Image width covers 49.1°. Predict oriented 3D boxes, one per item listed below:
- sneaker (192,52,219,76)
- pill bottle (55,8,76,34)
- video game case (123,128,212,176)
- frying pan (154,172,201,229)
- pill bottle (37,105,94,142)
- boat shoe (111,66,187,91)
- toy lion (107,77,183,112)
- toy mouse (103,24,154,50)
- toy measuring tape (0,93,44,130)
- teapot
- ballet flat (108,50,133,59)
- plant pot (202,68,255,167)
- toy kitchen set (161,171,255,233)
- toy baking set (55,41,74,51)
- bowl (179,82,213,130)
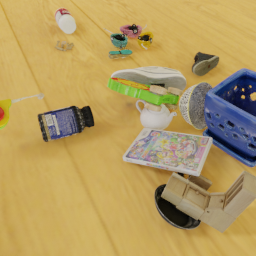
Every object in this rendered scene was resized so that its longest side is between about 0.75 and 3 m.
[{"bbox_3d":[2.495,-2.260,9.839,0.775,0.546,1.460,30,42,35],"label":"sneaker"},{"bbox_3d":[-2.717,-4.661,12.205,0.731,0.731,1.335,-16,45,-16],"label":"pill bottle"},{"bbox_3d":[0.961,0.505,6.715,1.817,0.164,1.301,8,37,26],"label":"video game case"},{"bbox_3d":[0.918,1.370,5.882,1.073,0.289,1.774,16,32,-22],"label":"frying pan"},{"bbox_3d":[-1.610,-0.160,7.341,1.357,0.759,0.759,-15,45,-15],"label":"pill bottle"},{"bbox_3d":[0.619,-1.531,8.862,2.378,0.875,0.777,4,38,-11],"label":"boat shoe"},{"bbox_3d":[0.403,-1.034,7.812,1.771,0.635,1.848,25,17,28],"label":"toy lion"},{"bbox_3d":[-0.006,-3.676,11.336,2.123,0.462,2.389,11,44,11],"label":"toy mouse"},{"bbox_3d":[-2.789,-0.348,6.605,1.819,0.669,0.669,-19,45,-34],"label":"toy measuring tape"},{"bbox_3d":[0.749,-0.412,7.682,0.912,0.666,0.900,-9,43,-8],"label":"teapot"},{"bbox_3d":[-0.290,-2.730,10.435,0.927,0.328,0.328,-9,43,-18],"label":"ballet flat"},{"bbox_3d":[2.918,-0.205,6.801,1.737,1.562,1.737,-32,51,-30],"label":"plant pot"},{"bbox_3d":[1.630,1.030,5.587,1.360,1.227,1.110,29,38,9],"label":"toy kitchen set"},{"bbox_3d":[-2.565,-3.278,11.192,0.910,0.106,0.698,19,43,19],"label":"toy baking set"},{"bbox_3d":[1.807,-0.626,7.677,1.291,1.291,0.606,-34,29,-31],"label":"bowl"}]
